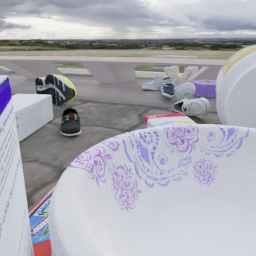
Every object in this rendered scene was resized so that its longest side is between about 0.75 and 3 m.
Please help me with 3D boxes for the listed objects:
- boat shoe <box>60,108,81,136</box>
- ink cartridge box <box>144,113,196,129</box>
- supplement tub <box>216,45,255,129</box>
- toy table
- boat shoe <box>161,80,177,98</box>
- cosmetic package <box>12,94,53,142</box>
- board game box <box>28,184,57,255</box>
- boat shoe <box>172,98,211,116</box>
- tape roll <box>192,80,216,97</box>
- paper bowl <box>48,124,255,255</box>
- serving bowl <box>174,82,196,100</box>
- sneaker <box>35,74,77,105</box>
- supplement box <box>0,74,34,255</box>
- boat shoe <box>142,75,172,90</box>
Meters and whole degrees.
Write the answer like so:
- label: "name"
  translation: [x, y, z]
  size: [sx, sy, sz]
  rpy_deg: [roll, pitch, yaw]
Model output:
- label: "boat shoe"
  translation: [-1.517, -0.168, 7.335]
  size: [0.520, 0.446, 1.423]
  rpy_deg: [-4, 20, -12]
- label: "ink cartridge box"
  translation: [0.826, 0.301, 5.216]
  size: [0.851, 0.855, 1.176]
  rpy_deg: [-3, 19, -10]
- label: "supplement tub"
  translation: [3.112, -0.767, 6.396]
  size: [2.122, 2.122, 2.939]
  rpy_deg: [5, 19, 15]
- label: "toy table"
  translation: [2.311, -2.166, 12.326]
  size: [1.762, 1.032, 1.620]
  rpy_deg: [-10, 19, -31]
- label: "boat shoe"
  translation: [1.614, -1.571, 11.056]
  size: [0.593, 0.490, 1.584]
  rpy_deg: [22, 17, 6]
- label: "cosmetic package"
  translation: [-2.852, -0.304, 7.193]
  size: [1.101, 0.802, 2.165]
  rpy_deg: [3, 17, 9]
- label: "board game box"
  translation: [-0.778, 1.174, 3.671]
  size: [1.026, 0.194, 1.994]
  rpy_deg: [6, 19, 13]
- label: "boat shoe"
  translation: [1.865, -0.623, 8.426]
  size: [0.512, 0.560, 1.557]
  rpy_deg: [-16, 17, -18]
- label: "tape roll"
  translation: [3.283, -1.655, 11.639]
  size: [1.238, 0.526, 1.238]
  rpy_deg: [0, 19, 0]
- label: "paper bowl"
  translation: [0.802, 1.007, 2.234]
  size: [2.680, 1.394, 2.680]
  rpy_deg: [0, 18, 0]
- label: "serving bowl"
  translation: [2.125, -1.303, 10.311]
  size: [0.802, 0.802, 0.264]
  rpy_deg: [-4, 52, -12]
- label: "sneaker"
  translation: [-2.485, -1.538, 10.491]
  size: [1.223, 1.059, 2.710]
  rpy_deg: [-10, 20, -35]
- label: "supplement box"
  translation: [-1.025, 0.936, 1.258]
  size: [1.093, 2.160, 1.116]
  rpy_deg: [-5, 20, -13]
- label: "boat shoe"
  translation: [1.426, -2.115, 12.848]
  size: [1.756, 0.625, 0.613]
  rpy_deg: [-10, 21, -27]
